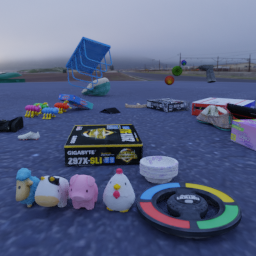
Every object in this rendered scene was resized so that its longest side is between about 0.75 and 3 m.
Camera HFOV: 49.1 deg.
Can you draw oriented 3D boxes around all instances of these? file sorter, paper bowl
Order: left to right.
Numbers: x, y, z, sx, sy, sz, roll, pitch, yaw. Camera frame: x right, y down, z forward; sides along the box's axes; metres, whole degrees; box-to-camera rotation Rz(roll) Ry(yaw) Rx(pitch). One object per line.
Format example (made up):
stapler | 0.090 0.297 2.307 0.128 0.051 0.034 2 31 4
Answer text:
file sorter | -1.876 -3.003 13.450 1.463 1.293 2.108 8 -33 -33
paper bowl | 0.695 0.957 6.354 0.862 0.448 0.862 0 12 0

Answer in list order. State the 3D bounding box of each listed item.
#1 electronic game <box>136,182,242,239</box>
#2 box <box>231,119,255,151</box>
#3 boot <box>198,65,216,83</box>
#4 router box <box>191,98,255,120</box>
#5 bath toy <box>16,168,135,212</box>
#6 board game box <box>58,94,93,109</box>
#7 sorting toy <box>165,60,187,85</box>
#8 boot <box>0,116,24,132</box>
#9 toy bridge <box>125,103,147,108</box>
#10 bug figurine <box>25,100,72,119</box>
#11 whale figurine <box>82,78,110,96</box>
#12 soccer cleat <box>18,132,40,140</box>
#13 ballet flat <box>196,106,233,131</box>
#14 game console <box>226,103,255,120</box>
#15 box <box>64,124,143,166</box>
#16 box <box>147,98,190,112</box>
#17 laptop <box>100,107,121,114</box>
electronic game | 1.022 1.332 4.835 1.756 0.365 1.756 0 12 0
box | 4.460 0.180 9.218 1.531 0.740 1.347 -3 13 -12
boot | 3.568 -2.439 12.641 0.749 0.824 0.299 -2 -8 12
router box | 5.210 -1.114 15.208 2.573 0.700 2.867 9 15 35
bath toy | -0.906 1.088 5.057 2.071 0.765 0.900 1 13 3
board game box | -3.083 -1.562 16.645 1.268 0.375 1.667 9 -8 38
sorting toy | 2.231 -2.514 13.003 0.493 1.421 0.489 33 27 -10
boot | -4.896 -0.174 11.405 0.988 0.497 1.321 0 13 -1
toy bridge | 0.669 -1.411 17.725 1.641 0.223 0.552 -2 15 -10
bug figurine | -4.245 -1.026 14.842 2.086 0.692 2.690 1 12 4
whale figurine | -2.801 -3.387 24.884 2.828 1.467 2.250 -20 5 36
soccer cleat | -3.512 0.263 9.906 0.753 0.292 0.261 -1 12 -2
ballet flat | 3.822 -0.542 12.296 0.853 0.843 2.507 -4 13 -17
game console | 5.254 -0.459 10.841 2.550 0.396 2.255 16 -2 30
box | -0.718 0.426 8.417 2.050 0.634 2.568 1 12 -4
box | 2.404 -1.410 16.967 1.687 0.532 2.139 -7 14 -30
laptop | -1.011 -0.892 15.771 0.776 0.452 0.875 -12 -9 -45
